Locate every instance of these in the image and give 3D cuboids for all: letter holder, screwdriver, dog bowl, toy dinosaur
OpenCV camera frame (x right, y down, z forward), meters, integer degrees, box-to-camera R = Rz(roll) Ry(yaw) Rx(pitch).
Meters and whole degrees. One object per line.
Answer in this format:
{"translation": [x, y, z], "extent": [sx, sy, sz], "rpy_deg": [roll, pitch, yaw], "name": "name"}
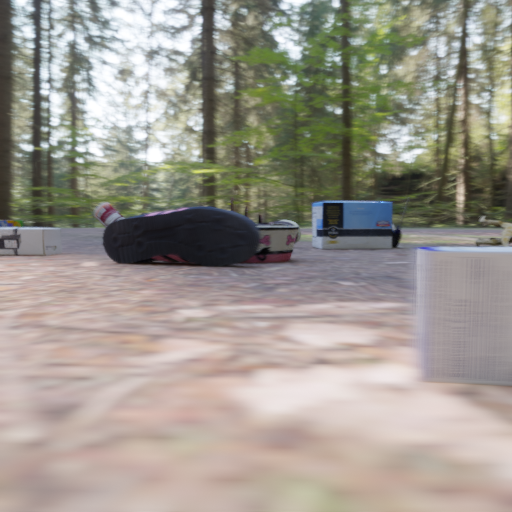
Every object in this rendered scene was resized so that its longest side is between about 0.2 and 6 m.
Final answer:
{"translation": [-0.283, -0.958, 15.014], "extent": [0.864, 1.221, 1.718], "rpy_deg": [0, 3, -2], "name": "letter holder"}
{"translation": [3.003, -0.717, 11.761], "extent": [0.225, 1.610, 0.234], "rpy_deg": [-25, 53, -15], "name": "screwdriver"}
{"translation": [-0.080, -0.181, 8.225], "extent": [1.417, 0.522, 1.417], "rpy_deg": [1, 4, 0], "name": "dog bowl"}
{"translation": [5.211, -0.467, 11.559], "extent": [1.206, 0.694, 2.386], "rpy_deg": [5, 6, 44], "name": "toy dinosaur"}

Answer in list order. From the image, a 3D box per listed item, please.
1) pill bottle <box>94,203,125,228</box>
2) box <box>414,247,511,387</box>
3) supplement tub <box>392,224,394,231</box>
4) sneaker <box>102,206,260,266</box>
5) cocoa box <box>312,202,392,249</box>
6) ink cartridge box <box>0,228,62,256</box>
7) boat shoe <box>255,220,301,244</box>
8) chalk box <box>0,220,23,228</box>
{"translation": [-3.640, -0.892, 14.221], "extent": [0.901, 0.514, 0.514], "rpy_deg": [42, 17, 14], "name": "pill bottle"}
{"translation": [0.873, 0.212, 2.079], "extent": [0.534, 0.491, 0.280], "rpy_deg": [1, 6, 10], "name": "box"}
{"translation": [3.072, -0.631, 14.590], "extent": [0.945, 0.623, 0.623], "rpy_deg": [-3, 5, -31], "name": "supplement tub"}
{"translation": [-0.905, -0.296, 7.579], "extent": [2.254, 0.791, 0.925], "rpy_deg": [2, 9, 21], "name": "sneaker"}
{"translation": [2.014, -0.655, 11.906], "extent": [1.514, 0.994, 1.010], "rpy_deg": [0, 4, -7], "name": "cocoa box"}
{"translation": [-4.043, -0.253, 9.675], "extent": [1.134, 0.473, 0.824], "rpy_deg": [0, 4, 1], "name": "ink cartridge box"}
{"translation": [0.239, -0.466, 12.550], "extent": [1.717, 0.618, 0.556], "rpy_deg": [4, 15, 45], "name": "boat shoe"}
{"translation": [-5.233, -0.445, 11.776], "extent": [0.989, 0.613, 0.617], "rpy_deg": [-1, 2, -33], "name": "chalk box"}
